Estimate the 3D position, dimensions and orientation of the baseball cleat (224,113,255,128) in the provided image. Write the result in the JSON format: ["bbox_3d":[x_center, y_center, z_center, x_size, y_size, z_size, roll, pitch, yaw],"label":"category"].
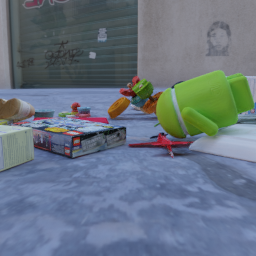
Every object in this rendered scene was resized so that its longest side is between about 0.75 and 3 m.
[{"bbox_3d":[4.467,-0.230,9.581,2.266,0.790,1.206,6,12,25],"label":"baseball cleat"}]

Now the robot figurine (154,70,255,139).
[{"bbox_3d":[2.012,-0.629,7.887,2.688,1.555,2.358,-18,15,17],"label":"robot figurine"}]

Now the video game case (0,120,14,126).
[{"bbox_3d":[-5.481,-0.096,10.418,1.772,0.226,1.601,0,10,6],"label":"video game case"}]

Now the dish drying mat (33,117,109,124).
[{"bbox_3d":[-2.246,-0.213,11.014,2.890,0.263,1.110,-1,12,-9],"label":"dish drying mat"}]

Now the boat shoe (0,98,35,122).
[{"bbox_3d":[-4.865,-0.659,11.783,0.987,1.052,2.853,19,-10,-43],"label":"boat shoe"}]

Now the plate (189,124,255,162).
[{"bbox_3d":[3.591,0.329,7.394,2.941,0.475,2.935,9,13,41],"label":"plate"}]

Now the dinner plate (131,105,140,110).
[{"bbox_3d":[1.312,-1.251,16.649,2.324,0.282,2.324,1,11,0],"label":"dinner plate"}]

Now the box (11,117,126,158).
[{"bbox_3d":[-1.730,0.159,8.029,2.838,0.566,1.943,8,13,39],"label":"box"}]

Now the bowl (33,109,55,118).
[{"bbox_3d":[-3.586,-0.508,11.916,0.951,0.498,0.951,0,11,0],"label":"bowl"}]

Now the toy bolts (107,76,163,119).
[{"bbox_3d":[0.520,-1.058,13.575,2.639,1.916,2.763,-39,20,7],"label":"toy bolts"}]

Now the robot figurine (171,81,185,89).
[{"bbox_3d":[2.936,-1.333,12.918,1.677,2.020,2.688,5,8,-36],"label":"robot figurine"}]

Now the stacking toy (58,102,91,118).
[{"bbox_3d":[-2.616,-0.890,13.645,1.355,0.632,1.497,-8,13,-40],"label":"stacking toy"}]

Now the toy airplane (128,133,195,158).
[{"bbox_3d":[0.954,0.375,7.441,1.948,0.358,1.948,-1,10,0],"label":"toy airplane"}]

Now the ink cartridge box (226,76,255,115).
[{"bbox_3d":[5.060,-1.394,12.800,1.102,1.910,2.633,-9,14,-42],"label":"ink cartridge box"}]

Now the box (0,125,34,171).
[{"bbox_3d":[-3.083,0.435,5.956,1.392,0.765,1.583,4,10,23],"label":"box"}]
